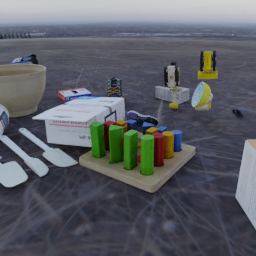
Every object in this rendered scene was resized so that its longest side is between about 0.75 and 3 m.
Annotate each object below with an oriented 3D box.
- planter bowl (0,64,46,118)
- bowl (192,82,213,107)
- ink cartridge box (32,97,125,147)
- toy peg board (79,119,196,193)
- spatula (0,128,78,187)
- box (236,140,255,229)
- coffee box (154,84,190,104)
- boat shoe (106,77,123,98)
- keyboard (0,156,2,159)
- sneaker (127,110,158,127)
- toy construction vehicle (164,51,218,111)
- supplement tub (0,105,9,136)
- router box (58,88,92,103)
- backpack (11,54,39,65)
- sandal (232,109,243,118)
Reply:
[{"bbox_3d":[-4.508,-1.461,11.096,2.597,1.748,2.597,1,23,0],"label":"planter bowl"},{"bbox_3d":[2.502,-1.038,9.236,0.462,0.859,0.859,18,21,-8],"label":"bowl"},{"bbox_3d":[-1.352,-0.202,8.675,1.719,1.005,2.963,4,18,18],"label":"ink cartridge box"},{"bbox_3d":[0.295,0.334,7.513,2.352,1.151,2.342,15,27,33],"label":"toy peg board"},{"bbox_3d":[-3.034,0.669,7.777,1.993,0.230,2.867,-22,35,-40],"label":"spatula"},{"bbox_3d":[3.398,1.367,4.681,2.066,1.443,2.713,-1,23,-2],"label":"box"},{"bbox_3d":[2.013,-1.590,12.933,1.418,0.566,0.801,19,29,38],"label":"coffee box"},{"bbox_3d":[-0.616,-1.475,12.023,0.820,1.053,2.319,-2,23,-4],"label":"boat shoe"},{"bbox_3d":[-4.819,0.669,8.133,2.690,0.143,0.757,13,31,29],"label":"keyboard"},{"bbox_3d":[0.498,-0.191,9.722,1.119,0.424,0.490,15,48,-6],"label":"sneaker"},{"bbox_3d":[2.493,-1.855,11.038,2.000,2.298,0.809,0,22,19],"label":"toy construction vehicle"},{"bbox_3d":[-4.426,-0.187,9.026,0.976,0.976,1.390,-4,23,-10],"label":"supplement tub"},{"bbox_3d":[-2.493,-1.547,13.160,1.290,0.315,1.158,-12,25,-26],"label":"router box"},{"bbox_3d":[-5.812,-3.191,15.751,1.580,1.658,1.278,2,36,13],"label":"backpack"},{"bbox_3d":[4.361,-0.599,11.078,0.297,0.167,0.780,0,23,0],"label":"sandal"}]
